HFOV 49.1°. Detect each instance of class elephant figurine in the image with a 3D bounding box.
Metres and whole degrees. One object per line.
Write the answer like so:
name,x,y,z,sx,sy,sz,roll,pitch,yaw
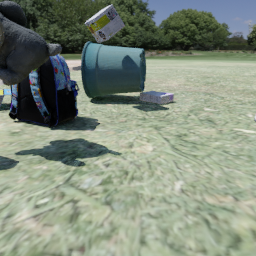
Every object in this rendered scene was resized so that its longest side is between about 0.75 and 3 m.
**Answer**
elephant figurine,-3.075,-2.221,6.492,1.780,2.295,1.624,-43,28,-12

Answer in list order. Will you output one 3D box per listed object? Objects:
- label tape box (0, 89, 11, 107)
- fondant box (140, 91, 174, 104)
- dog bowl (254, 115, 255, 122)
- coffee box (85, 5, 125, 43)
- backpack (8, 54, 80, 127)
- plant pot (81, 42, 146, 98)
label tape box,-5.787,-1.188,11.711,2.011,0.665,1.440,-5,19,-23
fondant box,1.327,-1.437,12.989,1.309,0.381,0.944,17,24,42
dog bowl,5.487,-0.557,9.230,2.365,0.872,2.365,-1,16,0
coffee box,-0.929,-4.168,11.296,0.993,0.982,0.992,-45,27,-17
backpack,-2.862,-1.502,9.444,2.319,2.540,1.709,8,19,29
plant pot,-0.531,-2.683,13.158,2.600,2.655,2.655,3,17,10
